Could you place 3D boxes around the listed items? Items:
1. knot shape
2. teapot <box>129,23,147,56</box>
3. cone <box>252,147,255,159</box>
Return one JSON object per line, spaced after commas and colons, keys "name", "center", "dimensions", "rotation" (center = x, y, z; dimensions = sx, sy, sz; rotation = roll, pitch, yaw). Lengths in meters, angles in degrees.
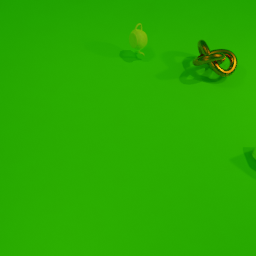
{"name": "knot shape", "center": [2.804, -2.411, 9.457], "dimensions": [1.591, 0.735, 1.489], "rotation": [3, 37, -27]}
{"name": "teapot", "center": [0.402, -3.049, 9.802], "dimensions": [0.565, 1.153, 0.717], "rotation": [-17, 26, -27]}
{"name": "cone", "center": [3.808, 0.364, 7.464], "dimensions": [0.874, 0.877, 0.874], "rotation": [-5, 26, 3]}
